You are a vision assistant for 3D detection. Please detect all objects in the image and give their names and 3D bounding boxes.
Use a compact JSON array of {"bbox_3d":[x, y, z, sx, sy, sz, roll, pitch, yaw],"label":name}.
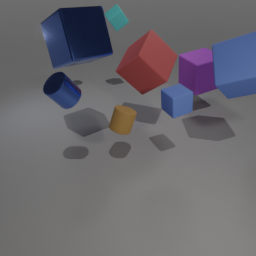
[{"bbox_3d":[-0.164,-0.250,8.580,0.700,0.700,0.700,16,20,-6],"label":"cylinder"},{"bbox_3d":[-0.502,-4.886,12.427,0.700,0.700,0.700,-35,47,11],"label":"cube"},{"bbox_3d":[0.679,-2.328,10.112,1.400,1.400,1.400,-22,37,51],"label":"cube"},{"bbox_3d":[3.143,-2.461,12.104,1.400,1.400,1.400,-19,38,-16],"label":"cube"},{"bbox_3d":[-1.664,-0.948,7.131,0.700,0.700,0.700,-16,55,24],"label":"cylinder"},{"bbox_3d":[-1.510,-2.650,8.283,1.400,1.400,1.400,-21,14,-35],"label":"cube"},{"bbox_3d":[1.471,-0.825,8.474,0.700,0.700,0.700,-19,37,-17],"label":"cube"},{"bbox_3d":[3.538,-1.868,8.656,1.400,1.400,1.400,-9,-17,34],"label":"cube"}]
